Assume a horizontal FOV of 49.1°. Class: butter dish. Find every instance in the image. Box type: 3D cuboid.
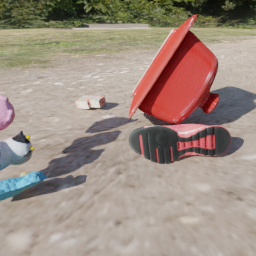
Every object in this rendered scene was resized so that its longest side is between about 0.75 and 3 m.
[{"bbox_3d":[1.413,-1.084,7.185,2.001,2.707,2.700,32,9,-2],"label":"butter dish"}]

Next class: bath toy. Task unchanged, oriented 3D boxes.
[{"bbox_3d":[-2.370,-0.089,4.887,0.963,2.605,1.133,-28,-4,20],"label":"bath toy"}]

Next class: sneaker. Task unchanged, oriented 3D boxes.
[{"bbox_3d":[1.128,0.316,6.479,2.254,0.831,0.977,0,6,-4],"label":"sneaker"}]

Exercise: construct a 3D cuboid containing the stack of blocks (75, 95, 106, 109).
[{"bbox_3d":[-1.222,-0.849,9.171,0.862,0.253,0.497,6,33,29],"label":"stack of blocks"}]
